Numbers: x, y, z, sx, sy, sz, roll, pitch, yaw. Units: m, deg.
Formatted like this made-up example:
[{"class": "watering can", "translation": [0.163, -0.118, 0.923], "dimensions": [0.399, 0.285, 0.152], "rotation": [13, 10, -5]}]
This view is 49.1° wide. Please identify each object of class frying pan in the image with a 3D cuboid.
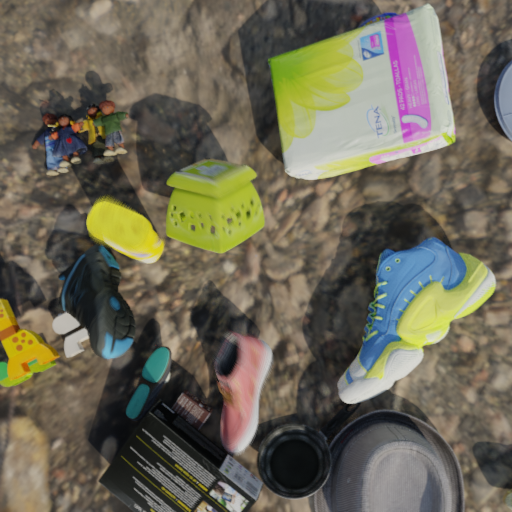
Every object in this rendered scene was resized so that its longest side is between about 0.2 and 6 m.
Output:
[{"class": "frying pan", "translation": [0.901, 3.407, 10.385], "dimensions": [1.350, 0.363, 2.232], "rotation": [20, 58, 23]}]

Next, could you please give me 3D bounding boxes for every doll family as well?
[{"class": "doll family", "translation": [-3.487, -2.408, 11.057], "dimensions": [2.166, 0.850, 1.252], "rotation": [-12, 87, 1]}]

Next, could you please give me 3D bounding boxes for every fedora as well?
[{"class": "fedora", "translation": [2.443, 4.350, 9.759], "dimensions": [2.756, 1.407, 3.116], "rotation": [8, 82, 1]}]

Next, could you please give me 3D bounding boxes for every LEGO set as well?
[{"class": "LEGO set", "translation": [-4.647, 1.644, 10.218], "dimensions": [3.433, 1.309, 1.409], "rotation": [-27, 83, -5]}]

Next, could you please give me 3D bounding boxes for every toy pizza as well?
[{"class": "toy pizza", "translation": [5.976, -3.064, 11.363], "dimensions": [2.392, 0.379, 2.392], "rotation": [0, 83, -1]}]

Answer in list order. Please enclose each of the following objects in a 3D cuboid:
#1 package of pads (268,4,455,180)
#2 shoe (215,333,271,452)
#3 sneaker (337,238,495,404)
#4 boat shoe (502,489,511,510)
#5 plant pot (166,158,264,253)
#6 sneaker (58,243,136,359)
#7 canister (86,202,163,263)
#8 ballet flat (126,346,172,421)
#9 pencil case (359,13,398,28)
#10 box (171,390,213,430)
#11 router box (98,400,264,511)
[{"class": "package of pads", "translation": [1.914, -2.839, 10.397], "dimensions": [3.151, 1.074, 2.434], "rotation": [-10, 85, 27]}, {"class": "shoe", "translation": [-0.408, 2.458, 10.161], "dimensions": [0.745, 0.948, 2.085], "rotation": [6, 74, 40]}, {"class": "sneaker", "translation": [2.573, 1.068, 10.484], "dimensions": [3.579, 1.355, 1.880], "rotation": [-39, 65, -5]}, {"class": "boat shoe", "translation": [5.188, 4.308, 10.223], "dimensions": [1.500, 0.498, 0.555], "rotation": [-4, 80, -17]}, {"class": "plant pot", "translation": [-0.758, -0.987, 10.086], "dimensions": [1.361, 1.368, 1.241], "rotation": [17, 123, 31]}, {"class": "sneaker", "translation": [-2.916, 0.944, 10.079], "dimensions": [1.092, 0.976, 2.666], "rotation": [-31, 41, 3]}, {"class": "canister", "translation": [-2.350, -0.378, 10.296], "dimensions": [1.104, 1.486, 0.643], "rotation": [22, 80, 6]}, {"class": "ballet flat", "translation": [-1.947, 2.393, 10.507], "dimensions": [0.538, 0.538, 1.471], "rotation": [25, 81, 4]}, {"class": "pencil case", "translation": [2.845, -3.557, 11.044], "dimensions": [0.986, 1.097, 2.527], "rotation": [-15, 79, -26]}, {"class": "box", "translation": [-1.229, 2.909, 10.408], "dimensions": [0.638, 0.529, 0.524], "rotation": [35, 84, 4]}, {"class": "router box", "translation": [-1.356, 4.013, 9.939], "dimensions": [2.395, 0.611, 1.786], "rotation": [38, 104, 5]}]
